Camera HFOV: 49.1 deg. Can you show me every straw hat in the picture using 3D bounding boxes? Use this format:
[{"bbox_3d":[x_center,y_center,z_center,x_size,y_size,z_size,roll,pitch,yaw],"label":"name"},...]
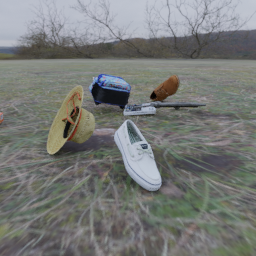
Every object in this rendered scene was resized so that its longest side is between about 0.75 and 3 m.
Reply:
[{"bbox_3d":[-1.172,-0.072,6.540,0.722,1.706,1.706,26,3,-30],"label":"straw hat"}]

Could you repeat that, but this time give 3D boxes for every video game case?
[{"bbox_3d":[0.440,-0.691,10.236,1.115,0.143,1.227,-3,17,5],"label":"video game case"}]

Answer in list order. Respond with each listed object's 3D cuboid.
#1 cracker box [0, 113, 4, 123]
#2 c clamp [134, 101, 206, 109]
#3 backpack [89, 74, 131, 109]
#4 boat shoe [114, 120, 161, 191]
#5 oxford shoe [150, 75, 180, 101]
[{"bbox_3d":[-4.409,-0.279,8.512,0.986,0.284,0.660,3,20,-4],"label":"cracker box"},{"bbox_3d":[1.613,-0.829,9.845,1.880,0.298,2.200,0,2,43],"label":"c clamp"},{"bbox_3d":[-0.721,-1.450,10.286,1.346,0.992,1.474,7,25,-26],"label":"backpack"},{"bbox_3d":[0.174,0.437,5.047,0.538,0.488,1.462,-3,43,-38],"label":"boat shoe"},{"bbox_3d":[1.479,-1.559,11.472,0.654,0.654,1.834,-13,-16,-28],"label":"oxford shoe"}]
